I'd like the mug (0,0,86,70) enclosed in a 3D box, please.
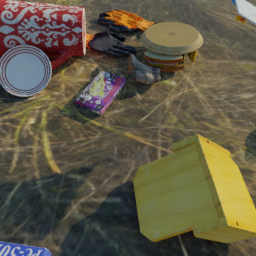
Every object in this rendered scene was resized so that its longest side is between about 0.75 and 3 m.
[{"bbox_3d":[-2.915,-2.979,9.511,2.888,2.563,1.927,-1,15,-6],"label":"mug"}]

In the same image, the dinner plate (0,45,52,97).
[{"bbox_3d":[-3.212,-1.772,8.752,1.643,0.199,1.643,1,84,-6],"label":"dinner plate"}]

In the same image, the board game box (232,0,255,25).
[{"bbox_3d":[3.334,-2.780,7.201,1.444,0.187,1.443,26,42,-9],"label":"board game box"}]

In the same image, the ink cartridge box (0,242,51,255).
[{"bbox_3d":[-2.827,2.771,5.361,2.392,0.529,1.124,6,53,5],"label":"ink cartridge box"}]

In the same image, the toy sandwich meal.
[{"bbox_3d":[1.503,-2.885,9.807,2.374,0.813,2.374,-1,45,1],"label":"toy sandwich meal"}]

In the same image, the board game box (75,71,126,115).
[{"bbox_3d":[-0.829,-1.130,8.712,0.940,0.253,1.567,24,55,13],"label":"board game box"}]

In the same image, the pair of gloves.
[{"bbox_3d":[-0.429,-3.683,10.684,2.468,0.342,2.770,21,55,16],"label":"pair of gloves"}]

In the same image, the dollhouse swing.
[{"bbox_3d":[1.471,1.590,6.418,1.903,1.841,2.094,25,40,-35],"label":"dollhouse swing"}]

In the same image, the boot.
[{"bbox_3d":[0.550,-1.941,9.249,1.010,0.485,1.381,3,52,-6],"label":"boot"}]
